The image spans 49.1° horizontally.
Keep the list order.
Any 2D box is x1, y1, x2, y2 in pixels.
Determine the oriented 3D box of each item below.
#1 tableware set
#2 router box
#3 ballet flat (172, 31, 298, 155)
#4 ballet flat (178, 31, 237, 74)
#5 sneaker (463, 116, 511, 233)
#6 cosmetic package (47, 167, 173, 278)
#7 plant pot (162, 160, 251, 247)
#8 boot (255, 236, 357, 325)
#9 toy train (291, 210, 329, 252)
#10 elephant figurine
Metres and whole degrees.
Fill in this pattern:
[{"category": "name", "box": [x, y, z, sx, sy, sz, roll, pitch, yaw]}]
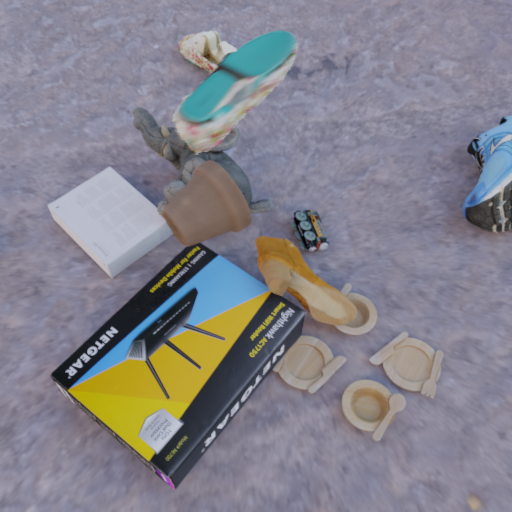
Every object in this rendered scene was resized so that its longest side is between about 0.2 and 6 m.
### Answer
[{"category": "tableware set", "box": [1.667, 1.689, 9.092, 2.502, 0.290, 2.090, 34, 60, 23]}, {"category": "router box", "box": [-1.102, 1.499, 8.703, 2.383, 0.816, 3.195, 32, 60, 20]}, {"category": "ballet flat", "box": [-0.332, -2.689, 9.205, 1.049, 0.886, 2.773, 35, 63, 20]}, {"category": "ballet flat", "box": [-0.883, -4.804, 13.354, 1.047, 0.885, 2.768, -36, 62, -23]}, {"category": "sneaker", "box": [4.871, -1.725, 11.191, 1.528, 1.332, 3.397, 20, 51, 36]}, {"category": "cosmetic package", "box": [-2.770, -0.684, 10.659, 1.464, 0.502, 1.942, -37, 63, -25]}, {"category": "plant pot", "box": [-0.798, -0.676, 8.200, 0.998, 1.144, 1.144, -34, 61, -15]}, {"category": "boot", "box": [0.834, 0.336, 9.390, 1.842, 0.648, 1.319, 26, 29, -23]}, {"category": "toy train", "box": [1.021, -0.479, 10.532, 0.541, 0.405, 0.950, -3, 51, -23]}, {"category": "elephant figurine", "box": [-1.094, -1.876, 10.755, 1.813, 1.988, 2.563, -28, 50, 23]}]
